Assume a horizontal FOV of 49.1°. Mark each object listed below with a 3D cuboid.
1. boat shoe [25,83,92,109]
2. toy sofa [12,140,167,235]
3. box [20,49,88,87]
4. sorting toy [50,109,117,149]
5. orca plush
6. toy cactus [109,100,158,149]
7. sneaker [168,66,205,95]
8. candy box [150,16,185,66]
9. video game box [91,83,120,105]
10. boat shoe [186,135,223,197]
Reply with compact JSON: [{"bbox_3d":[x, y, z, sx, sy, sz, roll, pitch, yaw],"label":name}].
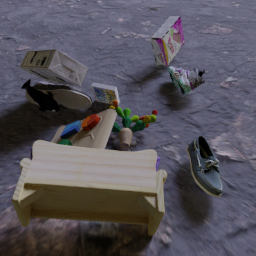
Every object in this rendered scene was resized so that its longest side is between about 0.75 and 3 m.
[{"bbox_3d":[-2.183,-1.120,9.022,2.266,0.758,0.646,7,44,12],"label":"boat shoe"},{"bbox_3d":[-0.699,1.219,5.633,2.803,1.161,1.368,5,48,-4],"label":"toy sofa"},{"bbox_3d":[-2.332,-1.853,8.651,2.078,1.212,0.625,14,81,48],"label":"box"},{"bbox_3d":[-1.374,0.459,6.915,1.867,0.335,2.506,-16,33,24],"label":"sorting toy"},{"bbox_3d":[-2.472,-0.938,8.297,0.457,1.285,0.676,-6,37,49],"label":"orca plush"},{"bbox_3d":[-0.014,-0.092,7.805,1.669,0.853,1.377,4,50,1],"label":"toy cactus"},{"bbox_3d":[2.129,-1.828,9.746,1.108,0.616,1.584,-25,44,1],"label":"sneaker"},{"bbox_3d":[1.600,-3.433,11.013,0.539,1.205,1.768,12,51,33],"label":"candy box"},{"bbox_3d":[-0.718,-1.083,8.967,0.828,0.754,0.194,13,62,15],"label":"video game box"},{"bbox_3d":[1.823,0.834,6.553,0.613,0.520,1.684,14,35,-19],"label":"boat shoe"}]
